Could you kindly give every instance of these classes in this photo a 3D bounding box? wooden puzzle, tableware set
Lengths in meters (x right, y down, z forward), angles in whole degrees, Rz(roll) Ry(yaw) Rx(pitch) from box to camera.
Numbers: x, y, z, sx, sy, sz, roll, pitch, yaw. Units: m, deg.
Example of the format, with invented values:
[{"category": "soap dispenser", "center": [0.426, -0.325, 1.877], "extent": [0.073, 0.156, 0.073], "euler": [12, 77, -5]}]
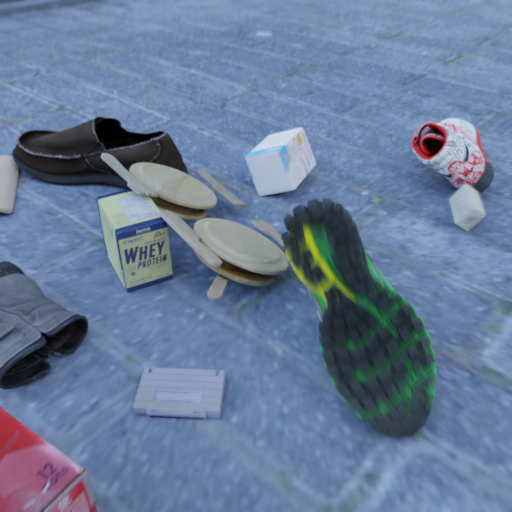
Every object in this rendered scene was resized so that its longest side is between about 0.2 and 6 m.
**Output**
[{"category": "wooden puzzle", "center": [-5.616, -1.253, 10.248], "extent": [2.258, 0.420, 2.089], "euler": [-9, 37, -12]}, {"category": "tableware set", "center": [-0.890, -0.467, 8.796], "extent": [2.222, 0.674, 3.362], "euler": [2, 32, -47]}]

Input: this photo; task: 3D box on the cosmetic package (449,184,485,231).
[{"category": "cosmetic package", "center": [3.610, -0.835, 9.608], "extent": [0.289, 0.428, 0.814], "euler": [31, 37, -11]}]

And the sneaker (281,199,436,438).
[{"category": "sneaker", "center": [1.315, 0.720, 6.826], "extent": [1.170, 1.277, 2.998], "euler": [-24, 58, 10]}]

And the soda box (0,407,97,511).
[{"category": "soda box", "center": [-3.208, 3.041, 3.568], "extent": [1.609, 1.457, 4.595], "euler": [23, 41, 26]}]

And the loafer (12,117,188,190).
[{"category": "loafer", "center": [-3.011, -2.119, 10.698], "extent": [3.536, 1.262, 1.291], "euler": [7, 37, 9]}]

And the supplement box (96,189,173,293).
[{"category": "supplement box", "center": [-1.808, -0.260, 8.343], "extent": [0.729, 1.086, 1.085], "euler": [-18, 40, -22]}]

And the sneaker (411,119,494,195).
[{"category": "sneaker", "center": [3.619, -2.272, 10.820], "extent": [1.367, 0.852, 2.550], "euler": [29, 34, -21]}]

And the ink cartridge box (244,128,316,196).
[{"category": "ink cartridge box", "center": [0.500, -1.799, 10.458], "extent": [0.783, 0.804, 1.251], "euler": [-5, 31, 35]}]

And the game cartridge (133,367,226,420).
[{"category": "game cartridge", "center": [-0.889, 1.617, 6.596], "extent": [1.007, 0.193, 0.653], "euler": [2, 41, 3]}]

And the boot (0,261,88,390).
[{"category": "boot", "center": [-3.511, 1.091, 6.759], "extent": [1.706, 0.904, 2.592], "euler": [31, 50, 28]}]
